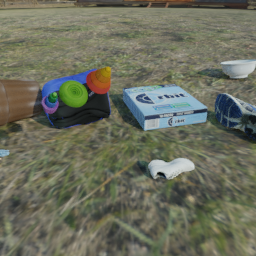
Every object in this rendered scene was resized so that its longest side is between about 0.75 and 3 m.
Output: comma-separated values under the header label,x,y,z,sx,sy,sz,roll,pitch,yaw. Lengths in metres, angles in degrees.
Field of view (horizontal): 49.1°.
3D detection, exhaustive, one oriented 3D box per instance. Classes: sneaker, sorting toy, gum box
label,x,y,z,sx,sy,sz,roll,pitch,yaw
sneaker,3.731,-0.325,8.751,1.048,0.948,2.460,-4,34,-28
sorting toy,-0.664,-0.614,4.044,1.260,0.434,0.437,-33,87,-37
gum box,1.174,-0.838,9.840,2.157,0.566,2.539,-8,29,-14
sneaker,1.048,1.017,6.688,1.098,0.409,0.478,-7,38,2

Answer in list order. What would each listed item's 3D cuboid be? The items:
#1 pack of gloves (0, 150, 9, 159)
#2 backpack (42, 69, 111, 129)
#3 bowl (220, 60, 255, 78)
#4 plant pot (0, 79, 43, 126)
label,x,y,z,sx,sy,sz,roll,pitch,yaw
pack of gloves,-3.723,0.756,7.386,1.010,0.199,0.849,10,19,10
backpack,-1.735,-0.905,8.985,1.949,1.583,1.635,-20,33,-16
bowl,5.117,-2.718,12.988,1.622,0.729,1.622,-5,16,2
plant pot,-3.725,-0.889,9.071,1.608,1.625,1.625,-13,30,-39
